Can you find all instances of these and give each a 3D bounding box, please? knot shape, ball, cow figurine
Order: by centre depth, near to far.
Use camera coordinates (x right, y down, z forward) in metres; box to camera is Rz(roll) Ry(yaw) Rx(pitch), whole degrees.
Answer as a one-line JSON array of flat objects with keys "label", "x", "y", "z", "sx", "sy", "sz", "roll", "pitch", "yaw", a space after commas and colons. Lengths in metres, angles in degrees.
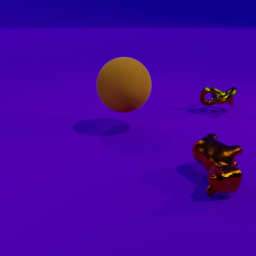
[{"label": "cow figurine", "x": 1.479, "y": 0.602, "z": 4.814, "sx": 1.148, "sy": 0.640, "sz": 1.167, "roll": -18, "pitch": 37, "yaw": -35}, {"label": "ball", "x": -0.102, "y": -1.057, "z": 6.951, "sx": 1.362, "sy": 1.362, "sz": 1.362, "roll": 0, "pitch": 21, "yaw": 0}, {"label": "knot shape", "x": 2.804, "y": -0.943, "z": 8.368, "sx": 1.137, "sy": 0.525, "sz": 1.064, "roll": 1, "pitch": 1, "yaw": -17}]
